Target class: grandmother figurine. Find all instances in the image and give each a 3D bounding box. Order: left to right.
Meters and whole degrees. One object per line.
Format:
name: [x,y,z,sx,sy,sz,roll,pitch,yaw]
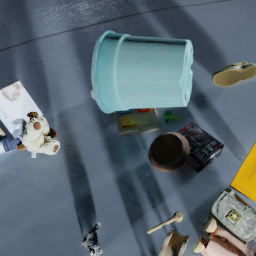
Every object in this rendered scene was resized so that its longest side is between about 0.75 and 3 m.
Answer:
grandmother figurine: [3.210,3.690,7.231,2.949,0.893,1.788,29,95,17]

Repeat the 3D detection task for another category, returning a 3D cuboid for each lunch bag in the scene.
lunch bag: [3.044,2.560,7.947,0.940,1.598,1.311,-32,55,-26]

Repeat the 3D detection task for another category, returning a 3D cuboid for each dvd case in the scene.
dvd case: [-4.241,-0.752,10.492,0.215,1.745,2.445,-25,18,18]

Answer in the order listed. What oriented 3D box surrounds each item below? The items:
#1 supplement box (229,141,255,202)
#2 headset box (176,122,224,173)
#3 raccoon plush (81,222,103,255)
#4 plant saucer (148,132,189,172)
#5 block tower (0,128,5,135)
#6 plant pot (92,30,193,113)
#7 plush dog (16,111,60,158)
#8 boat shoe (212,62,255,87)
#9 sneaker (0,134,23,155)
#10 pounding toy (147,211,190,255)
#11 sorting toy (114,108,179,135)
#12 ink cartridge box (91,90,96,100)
supplement box: [4.146,1.047,8.534,0.968,1.659,2.632,31,21,24]
headset box: [2.421,0.617,10.383,1.285,0.648,1.729,-32,55,-26]
raccoon plush: [-0.878,3.245,8.126,0.663,0.479,0.990,29,53,14]
plant saucer: [1.401,0.789,10.021,1.554,0.268,1.554,-14,56,21]
block tower: [-4.575,-0.140,10.744,0.410,0.439,1.520,-8,14,-8]
plant pot: [0.618,-1.744,8.875,2.630,2.685,2.685,4,46,19]
plush dog: [-3.376,0.169,10.448,1.327,1.654,1.421,-19,37,18]
boat shoe: [4.962,-2.594,13.302,2.428,0.899,0.806,-12,37,-14]
sneaker: [-4.839,0.796,9.941,2.041,0.715,1.107,-11,21,-2]
pounding toy: [1.017,3.267,7.762,1.106,1.103,1.928,22,70,19]
sorting toy: [0.747,-0.602,11.696,2.578,0.379,1.906,-8,48,-7]
ink cartridge box: [-1.063,-1.435,12.439,0.721,0.418,0.995,-35,56,-28]
